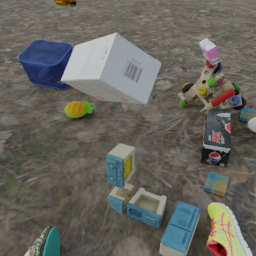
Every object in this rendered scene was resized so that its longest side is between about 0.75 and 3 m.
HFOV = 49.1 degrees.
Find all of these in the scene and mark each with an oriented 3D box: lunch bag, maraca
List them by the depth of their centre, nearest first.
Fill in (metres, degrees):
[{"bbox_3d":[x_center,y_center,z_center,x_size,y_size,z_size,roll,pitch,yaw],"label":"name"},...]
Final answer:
[{"bbox_3d":[-1.969,-0.765,11.297,1.167,0.624,0.800,-12,59,-17],"label":"maraca"},{"bbox_3d":[-3.853,-3.014,13.675,2.658,1.759,1.806,14,54,21],"label":"lunch bag"}]

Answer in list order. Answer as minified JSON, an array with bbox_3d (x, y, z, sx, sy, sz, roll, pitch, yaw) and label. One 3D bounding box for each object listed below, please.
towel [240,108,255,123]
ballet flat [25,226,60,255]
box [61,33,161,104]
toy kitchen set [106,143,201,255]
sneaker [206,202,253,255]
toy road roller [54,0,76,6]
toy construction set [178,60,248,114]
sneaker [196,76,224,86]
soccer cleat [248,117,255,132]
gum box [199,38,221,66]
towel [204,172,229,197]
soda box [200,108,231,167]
[{"bbox_3d":[4.961,-0.487,11.365,0.782,0.116,1.067,13,37,19],"label":"towel"},{"bbox_3d":[-1.783,3.046,5.482,0.946,0.853,2.514,-19,34,-7],"label":"ballet flat"},{"bbox_3d":[-0.546,-1.493,7.547,1.496,1.172,2.405,24,-6,-34],"label":"box"},{"bbox_3d":[0.503,1.662,6.610,2.296,1.839,1.353,15,36,21],"label":"toy kitchen set"},{"bbox_3d":[2.147,2.469,6.459,0.810,0.701,1.793,-7,35,-5],"label":"sneaker"},{"bbox_3d":[-2.242,-4.726,9.942,0.889,0.546,0.649,8,3,8],"label":"toy road roller"},{"bbox_3d":[3.095,-1.154,10.975,2.432,2.240,2.916,54,26,-1],"label":"toy construction set"},{"bbox_3d":[4.050,-2.353,13.730,1.385,0.558,0.517,-8,33,-10],"label":"sneaker"},{"bbox_3d":[5.449,0.171,9.790,2.384,0.818,1.015,17,35,17],"label":"soccer cleat"},{"bbox_3d":[2.928,-2.757,10.063,0.352,0.605,1.066,-26,32,12],"label":"gum box"},{"bbox_3d":[2.596,1.650,8.214,0.605,0.090,0.826,14,38,20],"label":"towel"},{"bbox_3d":[3.057,0.229,9.689,0.873,0.782,2.468,9,36,13],"label":"soda box"}]
